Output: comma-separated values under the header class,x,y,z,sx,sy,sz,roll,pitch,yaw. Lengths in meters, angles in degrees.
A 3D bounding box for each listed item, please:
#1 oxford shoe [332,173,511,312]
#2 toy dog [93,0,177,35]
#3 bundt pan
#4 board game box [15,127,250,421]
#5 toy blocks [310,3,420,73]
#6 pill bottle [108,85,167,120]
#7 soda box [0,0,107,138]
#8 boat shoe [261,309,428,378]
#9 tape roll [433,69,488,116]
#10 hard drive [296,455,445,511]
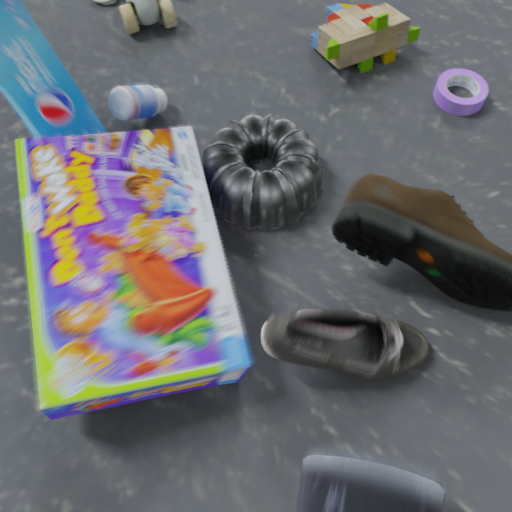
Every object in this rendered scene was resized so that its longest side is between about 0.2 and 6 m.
class,x,y,z,sx,sy,sz,roll,pitch,yaw
oxford shoe,2.706,-0.262,7.735,3.129,1.137,1.321,28,60,-4
toy dog,-2.348,-5.338,10.985,1.436,1.049,2.177,-35,66,-18
bundt pan,0.076,-1.453,8.956,2.088,0.784,2.088,0,60,1
board game box,-1.746,0.067,7.590,2.480,0.826,3.688,-9,67,-16
toy blocks,1.842,-4.285,10.569,2.012,1.006,1.376,-24,52,-14
pill bottle,-1.980,-2.620,9.540,0.547,0.547,0.975,36,32,19
soda box,-3.417,-2.681,8.517,0.931,2.900,0.984,-37,22,-15
boat shoe,1.272,1.124,7.201,2.420,0.690,0.809,7,73,-17
tape roll,3.671,-2.947,10.075,0.894,0.293,0.894,0,60,-1
hard drive,1.267,2.835,6.398,1.562,1.054,0.331,8,16,12
